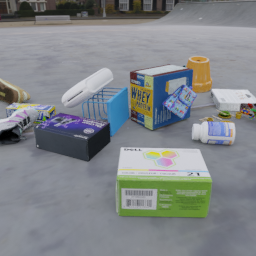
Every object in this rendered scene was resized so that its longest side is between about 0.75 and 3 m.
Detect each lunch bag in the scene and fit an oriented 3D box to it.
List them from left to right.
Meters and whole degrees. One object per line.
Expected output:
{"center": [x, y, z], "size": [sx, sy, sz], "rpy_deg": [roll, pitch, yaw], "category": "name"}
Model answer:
{"center": [1.767, -0.937, 9.181], "size": [0.764, 1.015, 0.477], "rpy_deg": [27, 15, -39], "category": "lunch bag"}

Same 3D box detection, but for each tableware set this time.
{"center": [3.588, -0.374, 10.488], "size": [1.641, 0.252, 1.105], "rpy_deg": [-13, 29, -27], "category": "tableware set"}

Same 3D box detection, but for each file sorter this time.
{"center": [-0.754, -0.653, 10.007], "size": [1.075, 1.216, 1.752], "rpy_deg": [5, 25, 19], "category": "file sorter"}

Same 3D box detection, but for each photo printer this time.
{"center": [-1.439, -1.365, 9.772], "size": [1.433, 0.598, 1.722], "rpy_deg": [-26, 13, 36], "category": "photo printer"}

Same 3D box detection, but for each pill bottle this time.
{"center": [2.683, 0.148, 8.866], "size": [1.235, 0.692, 0.692], "rpy_deg": [4, 25, 7], "category": "pill bottle"}

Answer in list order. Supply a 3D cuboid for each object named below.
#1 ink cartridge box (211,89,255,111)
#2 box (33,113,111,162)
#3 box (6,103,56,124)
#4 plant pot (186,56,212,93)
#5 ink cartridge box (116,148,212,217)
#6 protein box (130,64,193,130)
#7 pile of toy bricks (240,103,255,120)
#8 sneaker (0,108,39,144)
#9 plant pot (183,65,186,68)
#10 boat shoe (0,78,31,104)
{"center": [4.577, -1.234, 12.138], "size": [1.621, 0.407, 1.868], "rpy_deg": [3, 25, 4], "category": "ink cartridge box"}
{"center": [-1.698, 0.219, 8.670], "size": [1.926, 0.760, 1.360], "rpy_deg": [11, 30, 22], "category": "box"}
{"center": [-3.616, -0.552, 10.509], "size": [1.720, 0.553, 0.603], "rpy_deg": [5, 26, 9], "category": "box"}
{"center": [3.433, -2.723, 13.878], "size": [1.567, 1.434, 1.567], "rpy_deg": [0, 32, 0], "category": "plant pot"}
{"center": [0.753, 0.903, 6.896], "size": [1.945, 0.997, 2.632], "rpy_deg": [1, 26, 1], "category": "ink cartridge box"}
{"center": [1.214, -1.195, 10.250], "size": [1.905, 1.891, 1.285], "rpy_deg": [-17, 27, -32], "category": "protein box"}
{"center": [4.821, -0.485, 10.460], "size": [0.622, 0.554, 1.122], "rpy_deg": [-45, 32, -4], "category": "pile of toy bricks"}
{"center": [-3.568, 0.027, 9.187], "size": [1.360, 0.756, 1.944], "rpy_deg": [25, 43, 38], "category": "sneaker"}
{"center": [3.376, -3.010, 15.565], "size": [0.753, 0.802, 0.802], "rpy_deg": [12, 23, -11], "category": "plant pot"}
{"center": [-5.371, -1.652, 12.668], "size": [2.637, 0.945, 1.004], "rpy_deg": [29, 23, 34], "category": "boat shoe"}
